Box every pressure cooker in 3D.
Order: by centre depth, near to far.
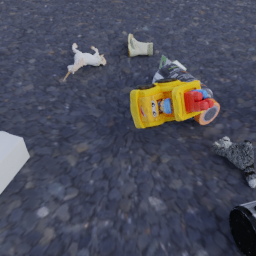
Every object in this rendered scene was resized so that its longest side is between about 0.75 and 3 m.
[{"bbox_3d":[3.099,2.141,6.136,1.381,1.233,1.214,-10,89,-10],"label":"pressure cooker"}]

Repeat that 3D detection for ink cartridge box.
[{"bbox_3d":[1.722,-2.292,10.920,0.268,0.813,1.117,-29,62,-22],"label":"ink cartridge box"}]

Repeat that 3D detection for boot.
[{"bbox_3d":[0.562,-3.814,12.901,1.163,0.542,1.504,-2,49,0],"label":"boot"}]

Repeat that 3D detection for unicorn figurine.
[{"bbox_3d":[-1.851,-2.878,11.711,2.083,0.769,1.431,-12,53,-19],"label":"unicorn figurine"}]

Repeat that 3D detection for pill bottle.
[{"bbox_3d":[1.976,-1.124,9.520,1.274,1.274,2.398,-22,47,-21],"label":"pill bottle"}]

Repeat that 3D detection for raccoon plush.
[{"bbox_3d":[2.955,0.887,7.860,1.035,0.748,1.545,-3,43,8],"label":"raccoon plush"}]

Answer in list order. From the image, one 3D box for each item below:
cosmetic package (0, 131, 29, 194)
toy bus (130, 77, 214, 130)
[{"bbox_3d":[-3.856,1.143,7.391,1.300,0.935,2.304,16,44,15],"label":"cosmetic package"},{"bbox_3d":[1.296,-0.679,7.788,1.931,1.311,1.854,-20,18,-38],"label":"toy bus"}]
